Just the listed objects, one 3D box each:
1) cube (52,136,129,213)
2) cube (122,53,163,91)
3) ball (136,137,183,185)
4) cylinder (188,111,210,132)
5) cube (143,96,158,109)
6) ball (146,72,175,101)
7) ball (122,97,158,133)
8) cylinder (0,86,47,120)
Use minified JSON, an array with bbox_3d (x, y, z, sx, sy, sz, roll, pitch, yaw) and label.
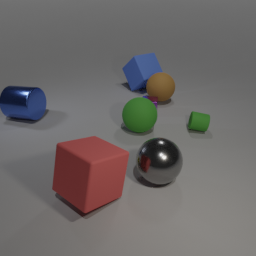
[{"bbox_3d":[-1.016,1.164,7.572,1.400,1.400,1.400,22,21,36],"label":"cube"},{"bbox_3d":[0.800,-3.014,15.053,1.400,1.400,1.400,-19,-7,-33],"label":"cube"},{"bbox_3d":[0.932,0.982,8.383,1.400,1.400,1.400,0,29,0],"label":"ball"},{"bbox_3d":[2.827,-0.260,11.166,0.700,0.700,0.700,12,30,2],"label":"cylinder"},{"bbox_3d":[0.978,-0.993,12.723,0.700,0.700,0.700,4,29,7],"label":"cube"},{"bbox_3d":[1.587,-1.993,13.605,1.400,1.400,1.400,0,29,0],"label":"ball"},{"bbox_3d":[0.466,-0.518,11.096,1.400,1.400,1.400,0,29,0],"label":"ball"},{"bbox_3d":[-4.501,-1.093,12.088,1.400,1.400,1.400,6,29,17],"label":"cylinder"}]
